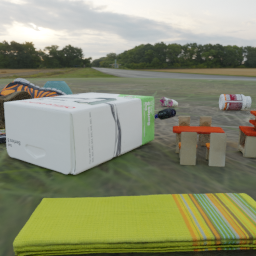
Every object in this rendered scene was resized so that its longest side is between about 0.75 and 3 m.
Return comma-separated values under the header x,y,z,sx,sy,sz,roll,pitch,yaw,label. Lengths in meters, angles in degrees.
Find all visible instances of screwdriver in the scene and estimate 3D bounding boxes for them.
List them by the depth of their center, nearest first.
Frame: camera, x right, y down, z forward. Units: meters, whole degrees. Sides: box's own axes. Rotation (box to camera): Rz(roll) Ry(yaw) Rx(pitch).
x,y,z,sx,sy,sz,roll,pitch,yaw,label
0.626,-0.245,7.011,0.244,0.254,1.747,-22,1,-27,screwdriver

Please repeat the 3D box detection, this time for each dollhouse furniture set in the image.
x,y,z,sx,sy,sz,roll,pitch,yaw,label
1.853,0.064,5.921,1.805,0.940,1.824,2,12,8,dollhouse furniture set

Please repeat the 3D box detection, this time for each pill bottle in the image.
x,y,z,sx,sy,sz,roll,pitch,yaw,label
4.523,-1.088,11.852,1.179,0.666,0.666,2,12,4,pill bottle

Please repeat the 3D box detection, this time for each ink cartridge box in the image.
x,y,z,sx,sy,sz,roll,pitch,yaw,label
-0.922,-0.086,6.120,1.971,1.138,2.709,8,15,33,ink cartridge box

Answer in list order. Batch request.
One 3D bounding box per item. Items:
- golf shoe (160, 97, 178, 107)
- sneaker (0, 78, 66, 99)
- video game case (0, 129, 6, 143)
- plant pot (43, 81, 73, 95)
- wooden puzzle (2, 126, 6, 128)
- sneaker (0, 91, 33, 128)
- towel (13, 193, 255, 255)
x,y,z,sx,sy,sz,roll,pitch,yaw,label
1.897,-1.180,13.085,0.493,0.406,1.078,6,14,-29,golf shoe
-3.474,-0.841,10.354,2.744,1.064,1.537,17,39,9,sneaker
-2.961,0.161,7.342,1.180,0.150,1.066,-9,15,-30,video game case
-3.367,-1.615,13.151,1.694,1.141,1.694,0,13,0,plant pot
-4.138,-0.248,9.087,1.218,0.245,1.316,3,18,9,wooden puzzle
-3.903,-0.438,8.241,1.018,0.950,2.696,-17,8,20,sneaker
0.244,1.058,3.185,2.697,0.244,1.161,-1,7,-1,towel
